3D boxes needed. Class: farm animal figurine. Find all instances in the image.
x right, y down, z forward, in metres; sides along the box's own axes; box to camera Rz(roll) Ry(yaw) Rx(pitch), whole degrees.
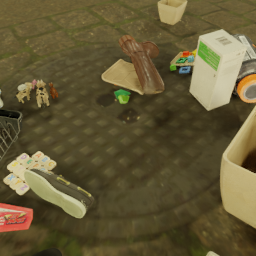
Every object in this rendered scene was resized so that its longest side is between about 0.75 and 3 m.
[{"bbox_3d":[-3.470,-1.432,10.433,1.503,0.756,1.214,15,47,14],"label":"farm animal figurine"}]

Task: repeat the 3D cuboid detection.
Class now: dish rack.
[{"bbox_3d":[-4.591,0.443,8.631,1.960,0.697,2.556,8,46,9],"label":"dish rack"}]

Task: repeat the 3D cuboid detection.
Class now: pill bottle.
[{"bbox_3d":[4.403,-2.250,10.705,1.535,1.535,2.890,0,45,0],"label":"pill bottle"}]

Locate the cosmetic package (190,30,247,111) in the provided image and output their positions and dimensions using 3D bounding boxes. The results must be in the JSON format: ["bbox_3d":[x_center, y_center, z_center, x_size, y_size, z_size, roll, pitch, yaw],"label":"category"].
[{"bbox_3d":[3.037,-1.955,9.741,1.021,2.406,1.295,-21,50,-17],"label":"cosmetic package"}]

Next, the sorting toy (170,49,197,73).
[{"bbox_3d":[2.640,-3.087,12.183,1.281,0.310,2.275,12,45,35],"label":"sorting toy"}]

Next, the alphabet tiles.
[{"bbox_3d":[-2.857,1.276,8.202,1.396,0.102,1.366,28,51,25],"label":"alphabet tiles"}]

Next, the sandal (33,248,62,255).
[{"bbox_3d":[-2.339,3.168,6.075,1.859,0.419,0.698,-16,47,-19],"label":"sandal"}]

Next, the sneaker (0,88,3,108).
[{"bbox_3d":[-5.078,-1.252,10.345,0.706,0.700,1.949,-29,44,-3],"label":"sneaker"}]

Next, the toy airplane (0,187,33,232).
[{"bbox_3d":[-3.747,2.574,6.611,2.877,0.529,2.877,5,46,-5],"label":"toy airplane"}]

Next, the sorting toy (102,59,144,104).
[{"bbox_3d":[-0.076,-1.831,11.107,1.840,0.366,2.490,24,46,16],"label":"sorting toy"}]

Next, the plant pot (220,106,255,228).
[{"bbox_3d":[3.687,1.231,6.707,2.597,2.299,2.594,29,52,24],"label":"plant pot"}]

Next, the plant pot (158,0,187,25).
[{"bbox_3d":[2.331,-6.243,15.028,1.170,1.037,1.172,27,50,24],"label":"plant pot"}]

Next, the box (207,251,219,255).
[{"bbox_3d":[1.308,3.899,4.844,1.399,1.145,2.946,26,51,23],"label":"box"}]

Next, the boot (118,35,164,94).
[{"bbox_3d":[0.956,-2.343,11.204,2.492,0.859,2.673,-2,57,-47],"label":"boot"}]

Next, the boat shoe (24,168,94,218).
[{"bbox_3d":[-1.843,1.615,7.433,2.007,0.716,0.604,29,39,15],"label":"boat shoe"}]
